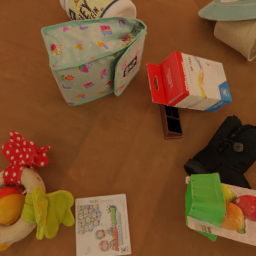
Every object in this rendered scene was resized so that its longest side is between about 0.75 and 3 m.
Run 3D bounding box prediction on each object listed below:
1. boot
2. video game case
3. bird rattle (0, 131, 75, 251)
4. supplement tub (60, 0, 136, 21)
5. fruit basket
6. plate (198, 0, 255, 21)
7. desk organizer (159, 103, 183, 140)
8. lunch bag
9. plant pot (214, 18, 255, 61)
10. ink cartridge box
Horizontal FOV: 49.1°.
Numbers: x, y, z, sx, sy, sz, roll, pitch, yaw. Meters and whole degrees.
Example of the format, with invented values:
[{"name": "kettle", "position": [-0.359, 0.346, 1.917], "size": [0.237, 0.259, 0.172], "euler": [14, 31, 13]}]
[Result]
[{"name": "boot", "position": [3.078, 1.062, 7.325], "size": [2.172, 0.987, 2.585], "euler": [-42, 66, -12]}, {"name": "video game case", "position": [-0.657, 2.492, 7.155], "size": [1.343, 0.175, 1.475], "euler": [-5, 67, -2]}, {"name": "bird rattle", "position": [-2.758, 1.614, 6.931], "size": [2.310, 1.596, 2.833], "euler": [-40, 68, 1]}, {"name": "supplement tub", "position": [-1.008, -3.909, 9.197], "size": [2.218, 1.608, 1.608], "euler": [42, 72, 17]}, {"name": "fruit basket", "position": [2.223, 1.779, 5.934], "size": [2.021, 0.947, 1.872], "euler": [17, 25, 2]}, {"name": "plate", "position": [3.740, -4.073, 9.141], "size": [2.832, 0.362, 2.832], "euler": [-8, 34, 6]}, {"name": "desk organizer", "position": [1.265, -0.461, 8.238], "size": [0.534, 0.573, 1.489], "euler": [-5, 66, -2]}, {"name": "lunch bag", "position": [-0.776, -1.909, 7.956], "size": [2.654, 2.261, 1.618], "euler": [-16, 72, -8]}, {"name": "plant pot", "position": [3.678, -3.184, 9.053], "size": [1.428, 1.560, 1.560], "euler": [35, 70, 26]}, {"name": "ink cartridge box", "position": [1.736, -1.301, 7.944], "size": [2.292, 0.771, 1.332], "euler": [4, 67, -29]}]
